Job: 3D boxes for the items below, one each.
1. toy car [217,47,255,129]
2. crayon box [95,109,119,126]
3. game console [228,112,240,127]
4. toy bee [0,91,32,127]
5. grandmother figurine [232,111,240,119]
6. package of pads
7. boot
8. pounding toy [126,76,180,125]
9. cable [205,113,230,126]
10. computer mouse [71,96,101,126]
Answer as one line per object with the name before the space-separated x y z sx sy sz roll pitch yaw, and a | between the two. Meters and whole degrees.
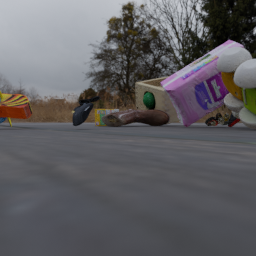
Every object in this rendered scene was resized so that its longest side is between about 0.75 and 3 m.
toy car | 3.081 -1.060 6.600 1.438 1.678 1.917 -22 34 3
crayon box | -0.916 -0.429 11.637 1.116 0.702 0.288 -1 -2 -31
game console | 3.933 -0.992 9.172 0.276 1.779 1.573 36 -39 -3
toy bee | -3.569 -0.733 7.484 2.119 1.387 1.152 14 37 -11
grandmother figurine | 3.772 -1.103 7.993 0.624 2.060 1.249 38 7 -18
package of pads | 2.564 -1.397 9.027 2.699 1.626 1.021 -31 33 2
boot | 0.312 -0.347 10.738 2.018 0.695 2.165 4 7 29
pounding toy | 1.531 -1.063 12.858 2.905 2.066 2.675 -15 24 -28
cable | 3.312 -0.168 9.996 0.841 0.436 1.732 -31 -25 21
computer mouse | -1.259 -0.474 7.257 0.814 0.267 1.159 -11 35 36
